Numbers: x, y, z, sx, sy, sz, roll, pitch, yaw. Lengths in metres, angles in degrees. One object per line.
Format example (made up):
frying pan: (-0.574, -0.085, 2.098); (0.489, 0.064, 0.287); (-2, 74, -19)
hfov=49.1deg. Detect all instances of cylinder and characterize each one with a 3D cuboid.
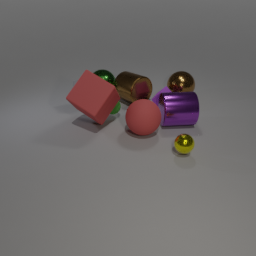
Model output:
cylinder: (2.069, -0.793, 11.627); (1.400, 1.400, 1.400); (-2, 29, -4)
cylinder: (0.232, -1.956, 13.677); (1.400, 1.400, 1.400); (-22, 33, -34)

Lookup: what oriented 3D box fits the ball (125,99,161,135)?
ball: (0.596, -0.417, 10.900); (1.400, 1.400, 1.400); (0, 29, 0)

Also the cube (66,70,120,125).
cube: (-1.344, -1.189, 11.171); (1.400, 1.400, 1.400); (32, 83, 13)

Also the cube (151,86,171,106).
cube: (1.668, -1.392, 13.113); (0.700, 0.700, 0.700); (48, 43, -6)

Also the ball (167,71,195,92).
ball: (2.655, -2.146, 14.056); (1.400, 1.400, 1.400); (0, 29, 0)

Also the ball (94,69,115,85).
ball: (-1.299, -2.283, 14.305); (1.400, 1.400, 1.400); (0, 29, 0)

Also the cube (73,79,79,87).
cube: (-2.067, -1.792, 12.888); (0.700, 0.700, 0.700); (-15, 57, 2)

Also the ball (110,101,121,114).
ball: (-0.668, -0.941, 12.177); (0.700, 0.700, 0.700); (0, 29, 0)

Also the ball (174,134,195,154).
ball: (1.951, 0.544, 9.699); (0.700, 0.700, 0.700); (0, 29, 0)
